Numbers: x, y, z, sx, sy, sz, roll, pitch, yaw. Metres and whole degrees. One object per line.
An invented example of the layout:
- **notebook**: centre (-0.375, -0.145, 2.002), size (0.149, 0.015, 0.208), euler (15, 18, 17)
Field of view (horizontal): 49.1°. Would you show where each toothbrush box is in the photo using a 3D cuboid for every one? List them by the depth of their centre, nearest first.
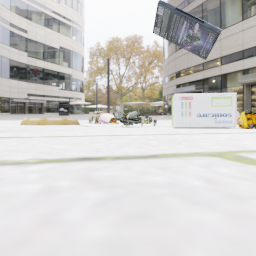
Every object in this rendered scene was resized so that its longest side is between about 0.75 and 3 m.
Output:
- **toothbrush box**: centre (2.396, -0.550, 9.354), size (1.817, 1.074, 2.495), euler (0, 3, 8)

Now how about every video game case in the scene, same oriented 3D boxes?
- **video game case**: centre (2.281, -3.919, 11.379), size (2.650, 0.251, 1.893), euler (29, -16, 7)

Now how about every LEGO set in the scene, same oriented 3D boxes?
- **LEGO set**: centre (0.220, -0.225, 10.003), size (2.234, 0.633, 1.451), euler (15, -6, -39)

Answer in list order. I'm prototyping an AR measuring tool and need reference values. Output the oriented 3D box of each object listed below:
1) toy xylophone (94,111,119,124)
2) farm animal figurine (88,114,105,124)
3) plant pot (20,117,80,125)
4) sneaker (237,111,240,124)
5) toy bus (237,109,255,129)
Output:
- **toy xylophone**: centre (-1.169, -0.553, 15.286), size (1.172, 0.402, 1.601), euler (23, 9, 20)
- **farm animal figurine**: centre (-1.781, -0.536, 16.350), size (1.116, 0.582, 1.104), euler (0, 2, -5)
- **plant pot**: centre (-3.704, -0.331, 13.432), size (2.784, 0.383, 2.784), euler (0, 1, 0)
- **sneaker**: centre (4.972, -0.453, 14.009), size (1.827, 0.687, 0.808), euler (-3, -8, -43)
- **toy bus**: centre (3.480, -0.204, 8.191), size (0.795, 0.539, 0.763), euler (-4, -10, -26)
